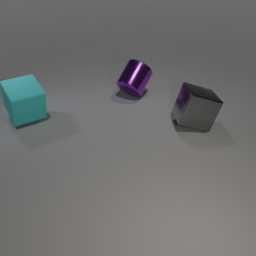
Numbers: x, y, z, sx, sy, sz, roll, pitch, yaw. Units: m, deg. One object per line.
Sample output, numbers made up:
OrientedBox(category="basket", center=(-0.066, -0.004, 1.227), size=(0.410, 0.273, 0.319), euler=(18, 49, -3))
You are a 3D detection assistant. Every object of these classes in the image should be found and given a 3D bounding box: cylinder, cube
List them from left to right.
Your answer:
OrientedBox(category="cube", center=(-4.382, -1.184, 11.818), size=(1.400, 1.400, 1.400), euler=(-21, 55, -29))
OrientedBox(category="cylinder", center=(0.332, -2.520, 14.244), size=(1.400, 1.400, 1.400), euler=(22, 78, 32))
OrientedBox(category="cube", center=(2.834, -0.882, 11.653), size=(1.400, 1.400, 1.400), euler=(13, 27, -11))
